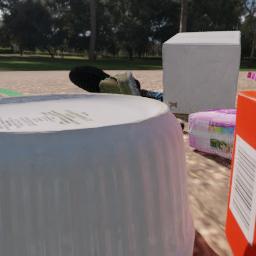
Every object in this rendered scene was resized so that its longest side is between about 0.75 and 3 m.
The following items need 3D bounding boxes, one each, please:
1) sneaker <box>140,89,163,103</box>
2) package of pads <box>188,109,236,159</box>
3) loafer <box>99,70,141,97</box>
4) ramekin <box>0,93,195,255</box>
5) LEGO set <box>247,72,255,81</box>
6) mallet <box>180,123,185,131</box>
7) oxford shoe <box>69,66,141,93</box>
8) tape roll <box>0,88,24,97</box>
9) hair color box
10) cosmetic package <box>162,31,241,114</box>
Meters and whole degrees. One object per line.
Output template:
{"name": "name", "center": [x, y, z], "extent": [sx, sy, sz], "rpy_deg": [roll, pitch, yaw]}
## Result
{"name": "sneaker", "center": [0.856, -1.158, 10.702], "extent": [1.756, 0.643, 0.719], "rpy_deg": [-7, 15, -26]}
{"name": "package of pads", "center": [2.184, 0.104, 4.876], "extent": [1.280, 0.804, 2.124], "rpy_deg": [-6, 8, -25]}
{"name": "loafer", "center": [-0.284, -1.045, 8.049], "extent": [0.905, 0.977, 2.599], "rpy_deg": [-24, 13, -6]}
{"name": "ramekin", "center": [-0.631, 0.433, 2.713], "extent": [2.564, 1.346, 2.564], "rpy_deg": [0, 14, 0]}
{"name": "LEGO set", "center": [6.144, -1.395, 10.896], "extent": [2.951, 1.126, 1.211], "rpy_deg": [11, 19, 16]}
{"name": "mallet", "center": [0.205, -0.252, 7.425], "extent": [2.527, 0.520, 0.832], "rpy_deg": [14, 12, 34]}
{"name": "oxford shoe", "center": [-0.864, -1.513, 9.998], "extent": [2.515, 0.914, 1.062], "rpy_deg": [16, -6, -5]}
{"name": "tape roll", "center": [-2.865, -0.148, 4.464], "extent": [2.643, 0.635, 2.643], "rpy_deg": [8, 19, -3]}
{"name": "hair color box", "center": [2.388, 0.501, 2.128], "extent": [2.944, 1.494, 0.901], "rpy_deg": [1, 13, 4]}
{"name": "cosmetic package", "center": [2.568, -1.971, 9.618], "extent": [2.277, 2.290, 2.737], "rpy_deg": [6, 27, 19]}
